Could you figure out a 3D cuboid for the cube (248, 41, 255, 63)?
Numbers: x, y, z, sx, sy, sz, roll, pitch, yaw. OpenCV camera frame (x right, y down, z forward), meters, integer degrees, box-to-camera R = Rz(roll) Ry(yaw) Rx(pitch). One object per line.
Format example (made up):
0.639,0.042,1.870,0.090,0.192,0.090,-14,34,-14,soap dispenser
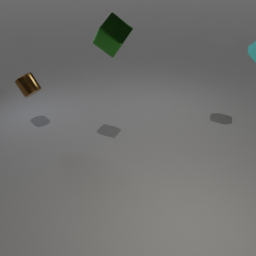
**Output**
4.471,-2.538,9.245,0.700,0.700,0.700,46,37,-10,cube

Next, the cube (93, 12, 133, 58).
-0.417,-2.490,7.551,0.700,0.700,0.700,35,65,-9,cube

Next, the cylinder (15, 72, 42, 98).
-3.683,-1.580,10.362,0.700,0.700,0.700,-30,10,6,cylinder
